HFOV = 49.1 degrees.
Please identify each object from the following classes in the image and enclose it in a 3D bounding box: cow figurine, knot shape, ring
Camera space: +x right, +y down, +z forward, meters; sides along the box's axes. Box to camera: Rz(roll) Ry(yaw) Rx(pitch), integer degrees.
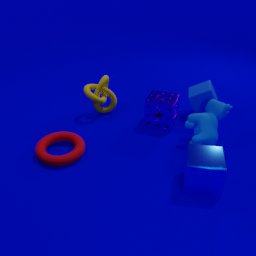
[{"bbox_3d":[2.258,-0.117,7.637,1.324,0.739,1.346,-6,66,-4],"label":"cow figurine"},{"bbox_3d":[-0.824,-1.016,9.027,0.553,1.119,1.196,-3,32,39],"label":"knot shape"},{"bbox_3d":[-1.768,0.522,7.328,1.277,0.255,1.277,1,35,-1],"label":"ring"}]

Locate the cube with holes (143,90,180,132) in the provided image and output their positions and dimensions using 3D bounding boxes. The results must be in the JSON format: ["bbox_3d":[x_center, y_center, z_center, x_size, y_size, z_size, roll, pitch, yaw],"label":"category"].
[{"bbox_3d":[1.022,-0.531,8.514,0.868,0.868,0.868,11,33,16],"label":"cube with holes"}]

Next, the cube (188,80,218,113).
[{"bbox_3d":[2.408,-0.960,8.970,0.731,0.731,0.731,-19,29,25],"label":"cube"}]

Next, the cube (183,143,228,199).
[{"bbox_3d":[1.664,0.935,6.191,0.827,0.827,0.827,5,32,8],"label":"cube"}]
